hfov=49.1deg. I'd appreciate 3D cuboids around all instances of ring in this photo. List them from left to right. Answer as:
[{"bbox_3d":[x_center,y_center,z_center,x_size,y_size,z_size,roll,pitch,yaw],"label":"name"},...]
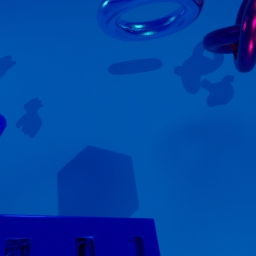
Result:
[{"bbox_3d":[0.321,-1.681,4.102,1.564,1.564,0.313,-8,86,-4],"label":"ring"}]

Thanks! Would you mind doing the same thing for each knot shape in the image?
[{"bbox_3d":[2.026,-1.669,4.723,0.851,1.723,1.842,43,73,-7],"label":"knot shape"}]

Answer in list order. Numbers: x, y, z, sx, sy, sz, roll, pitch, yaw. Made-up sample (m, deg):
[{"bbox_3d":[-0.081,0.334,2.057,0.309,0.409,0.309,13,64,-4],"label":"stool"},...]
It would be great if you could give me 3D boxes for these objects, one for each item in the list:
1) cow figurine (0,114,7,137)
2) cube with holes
[{"bbox_3d":[-2.359,-0.275,4.643,0.513,0.934,0.919,30,87,39],"label":"cow figurine"},{"bbox_3d":[-0.575,1.456,2.019,1.277,1.277,1.277,14,52,-33],"label":"cube with holes"}]
